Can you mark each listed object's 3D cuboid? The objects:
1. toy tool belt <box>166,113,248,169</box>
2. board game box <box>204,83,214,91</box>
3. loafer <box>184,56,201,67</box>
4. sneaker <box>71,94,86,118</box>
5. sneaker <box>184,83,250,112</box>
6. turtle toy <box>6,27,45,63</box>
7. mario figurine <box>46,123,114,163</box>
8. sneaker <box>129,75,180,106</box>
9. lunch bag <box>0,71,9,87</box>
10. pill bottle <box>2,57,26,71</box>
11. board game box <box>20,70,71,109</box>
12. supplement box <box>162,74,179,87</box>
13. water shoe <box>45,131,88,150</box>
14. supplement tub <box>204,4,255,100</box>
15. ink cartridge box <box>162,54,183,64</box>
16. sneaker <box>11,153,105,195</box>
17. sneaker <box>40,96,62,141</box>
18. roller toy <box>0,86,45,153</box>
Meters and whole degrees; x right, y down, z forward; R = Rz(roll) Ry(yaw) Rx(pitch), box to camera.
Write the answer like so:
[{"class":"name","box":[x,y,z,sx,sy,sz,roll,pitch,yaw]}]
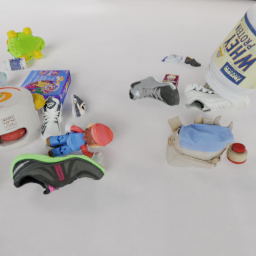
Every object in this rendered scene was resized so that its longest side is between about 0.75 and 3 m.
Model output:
[{"class":"toy tool belt","box":[2.609,0.372,9.026,2.776,1.706,1.733,0,33,0]},{"class":"board game box","box":[4.443,-1.946,13.988,1.303,0.210,0.782,16,32,22]},{"class":"loafer","box":[3.907,-3.999,16.893,0.426,0.423,1.170,-28,43,-37]},{"class":"sneaker","box":[-2.155,-0.984,12.178,0.566,0.559,1.425,-11,45,-7]},{"class":"sneaker","box":[3.770,-1.107,12.132,2.778,1.044,1.126,9,51,13]},{"class":"turtle toy","box":[-6.311,-5.100,17.469,1.409,2.031,2.787,-8,19,46]},{"class":"mario figurine","box":[-1.537,0.504,9.465,2.184,1.348,1.158,-14,22,2]},{"class":"sneaker","box":[0.977,-1.507,12.672,1.698,1.103,2.940,-17,26,-16]},{"class":"lunch bag","box":[-6.322,-2.356,14.071,0.538,0.752,0.882,-18,40,-24]},{"class":"pill bottle","box":[-6.548,-3.658,16.126,1.233,0.684,0.684,-10,35,-15]},{"class":"board game box","box":[-3.981,-1.932,13.494,2.014,0.671,2.996,-1,33,-1]},{"class":"supplement box","box":[2.120,-2.221,14.059,0.698,0.542,1.265,9,34,14]},{"class":"water shoe","box":[-2.081,0.330,10.021,1.762,0.695,0.630,-11,35,-16]},{"class":"supplement tub","box":[3.956,-2.373,9.129,1.954,2.695,1.954,13,52,-17]},{"class":"ink cartridge box","box":[2.768,-4.376,17.654,1.110,0.225,1.108,14,36,21]},{"class":"sneaker","box":[-2.049,1.432,8.314,2.747,1.054,1.151,1,59,-2]},{"class":"sneaker","box":[-2.965,-0.495,10.735,0.797,1.299,1.996,0,33,2]},{"class":"roller toy","box":[-4.455,-0.436,10.043,2.573,1.798,2.347,2,34,11]}]
